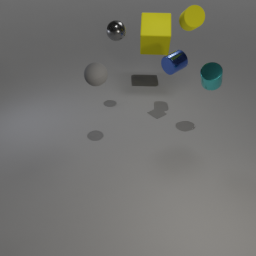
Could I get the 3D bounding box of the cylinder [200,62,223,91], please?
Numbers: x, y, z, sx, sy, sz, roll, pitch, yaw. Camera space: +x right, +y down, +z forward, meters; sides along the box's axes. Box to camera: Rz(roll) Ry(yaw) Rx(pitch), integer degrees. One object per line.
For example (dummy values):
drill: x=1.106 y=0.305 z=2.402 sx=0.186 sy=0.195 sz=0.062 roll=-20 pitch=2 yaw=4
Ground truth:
cylinder: x=2.785 y=-1.713 z=9.344 sx=0.700 sy=0.700 sz=0.700 roll=-6 pitch=68 yaw=15

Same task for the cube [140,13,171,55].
cube: x=1.319 y=-4.527 z=13.540 sx=1.400 sy=1.400 sz=1.400 roll=2 pitch=67 yaw=3

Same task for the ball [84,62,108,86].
ball: x=-0.951 y=-1.582 z=8.275 sx=0.700 sy=0.700 sz=0.700 roll=0 pitch=32 yaw=0

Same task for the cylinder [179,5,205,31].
cylinder: x=2.125 y=-3.655 z=9.344 sx=0.700 sy=0.700 sz=0.700 roll=-2 pitch=10 yaw=-3

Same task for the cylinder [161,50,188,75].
cylinder: x=1.682 y=-2.380 z=10.152 sx=0.700 sy=0.700 sz=0.700 roll=-31 pitch=42 yaw=-24

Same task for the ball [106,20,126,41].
ball: x=-0.432 y=-3.496 z=10.080 sx=0.700 sy=0.700 sz=0.700 roll=0 pitch=32 yaw=0
